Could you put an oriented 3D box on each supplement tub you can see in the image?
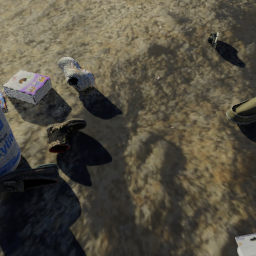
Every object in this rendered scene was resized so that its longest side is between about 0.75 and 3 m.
[{"bbox_3d":[-4.479,0.229,8.480,1.795,2.721,1.795,0,47,0],"label":"supplement tub"}]

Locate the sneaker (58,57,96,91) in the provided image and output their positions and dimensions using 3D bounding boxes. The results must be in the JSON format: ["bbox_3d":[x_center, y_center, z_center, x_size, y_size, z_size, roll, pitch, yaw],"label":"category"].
[{"bbox_3d":[-2.435,-2.331,12.055,2.126,0.805,0.978,34,51,25],"label":"sneaker"}]

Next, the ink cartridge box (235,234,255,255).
[{"bbox_3d":[3.483,3.337,7.321,1.080,0.220,1.082,-7,48,-6],"label":"ink cartridge box"}]

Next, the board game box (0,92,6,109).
[{"bbox_3d":[-5.359,-1.088,11.498,0.504,0.095,0.980,-20,50,-16],"label":"board game box"}]

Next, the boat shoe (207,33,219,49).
[{"bbox_3d":[4.333,-4.525,14.365,0.494,0.557,1.490,13,47,13],"label":"boat shoe"}]

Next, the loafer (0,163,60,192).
[{"bbox_3d":[-3.109,1.632,8.607,2.001,0.719,0.629,-15,55,-16],"label":"loafer"}]

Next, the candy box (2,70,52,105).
[{"bbox_3d":[-4.207,-1.746,11.797,1.524,0.545,1.278,17,50,14],"label":"candy box"}]

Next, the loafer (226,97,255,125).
[{"bbox_3d":[4.932,-0.880,10.771,2.502,0.872,0.941,-17,50,-15],"label":"loafer"}]

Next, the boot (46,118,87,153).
[{"bbox_3d":[-2.160,0.270,9.932,1.491,0.545,1.122,-10,47,-4],"label":"boot"}]
